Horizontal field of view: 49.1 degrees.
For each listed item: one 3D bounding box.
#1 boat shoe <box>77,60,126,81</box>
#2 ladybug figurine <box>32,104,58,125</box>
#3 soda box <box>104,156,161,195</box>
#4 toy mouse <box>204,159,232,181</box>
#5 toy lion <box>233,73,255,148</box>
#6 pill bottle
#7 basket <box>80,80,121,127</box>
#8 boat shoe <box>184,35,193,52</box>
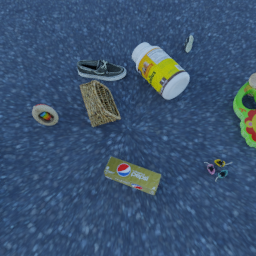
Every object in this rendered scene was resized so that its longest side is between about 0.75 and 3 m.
[{"bbox_3d":[-1.055,-2.352,11.173,1.971,0.627,0.697,2,60,1],"label":"boat shoe"},{"bbox_3d":[-2.941,-0.507,9.931,0.729,1.075,0.387,-32,48,9],"label":"ladybug figurine"},{"bbox_3d":[0.148,1.534,9.001,1.741,0.557,0.590,19,63,10],"label":"soda box"},{"bbox_3d":[2.947,1.428,9.282,0.910,0.176,0.809,12,61,7],"label":"toy mouse"},{"bbox_3d":[4.899,-0.425,10.070,2.539,0.872,2.434,40,75,20],"label":"toy lion"},{"bbox_3d":[1.177,-2.258,10.768,1.250,1.250,2.288,-32,65,-17],"label":"pill bottle"},{"bbox_3d":[-1.007,-0.993,10.139,1.131,1.084,1.519,-16,62,-8],"label":"basket"},{"bbox_3d":[2.595,-3.614,12.143,0.290,0.308,0.859,-2,60,42],"label":"boat shoe"}]
